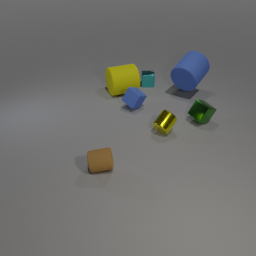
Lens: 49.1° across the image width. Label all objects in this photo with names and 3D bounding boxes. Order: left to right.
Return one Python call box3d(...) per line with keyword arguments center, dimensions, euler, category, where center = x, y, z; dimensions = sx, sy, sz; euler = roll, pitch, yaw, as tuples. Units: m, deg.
box3d(center=(-0.846, 0.995, 8.701), dimensions=(0.700, 0.700, 0.700), euler=(-10, 30, 2), category="cylinder")
box3d(center=(-0.281, -2.435, 14.117), dimensions=(1.400, 1.400, 1.400), euler=(-13, 32, -17), category="cylinder")
box3d(center=(0.280, -1.354, 12.594), dimensions=(0.700, 0.700, 0.700), euler=(41, 24, 21), category="cube")
box3d(center=(1.090, -2.685, 15.299), dimensions=(0.700, 0.700, 0.700), euler=(0, 32, 1), category="cube")
box3d(center=(1.407, -0.214, 10.711), dimensions=(0.700, 0.700, 0.700), euler=(26, 72, 37), category="cylinder")
box3d(center=(2.997, -2.748, 13.525), dimensions=(1.400, 1.400, 1.400), euler=(22, 58, 33), category="cylinder")
box3d(center=(3.026, -0.677, 11.449), dimensions=(0.700, 0.700, 0.700), euler=(1, 36, -46), category="cube")
